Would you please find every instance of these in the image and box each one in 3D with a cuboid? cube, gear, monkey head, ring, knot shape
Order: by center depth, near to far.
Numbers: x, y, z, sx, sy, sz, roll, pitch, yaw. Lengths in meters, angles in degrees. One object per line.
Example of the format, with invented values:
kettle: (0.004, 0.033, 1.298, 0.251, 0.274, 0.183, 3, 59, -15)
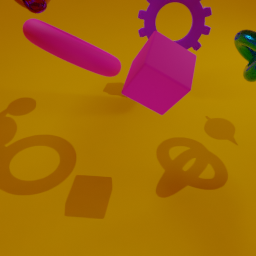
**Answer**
cube: (0.545, -0.940, 4.930, 0.886, 0.886, 0.886, 27, 55, -14)
knot shape: (2.970, -1.459, 5.456, 2.060, 0.952, 1.927, 10, 26, 37)
ring: (-1.081, -1.601, 5.653, 2.050, 0.410, 2.050, 25, 14, -6)
monkey head: (-2.285, -2.962, 5.875, 1.351, 1.132, 1.878, -30, 44, 1)
gear: (1.330, -3.061, 8.117, 2.059, 2.059, 0.381, 6, 24, 5)
